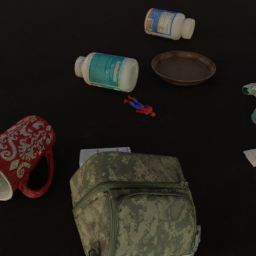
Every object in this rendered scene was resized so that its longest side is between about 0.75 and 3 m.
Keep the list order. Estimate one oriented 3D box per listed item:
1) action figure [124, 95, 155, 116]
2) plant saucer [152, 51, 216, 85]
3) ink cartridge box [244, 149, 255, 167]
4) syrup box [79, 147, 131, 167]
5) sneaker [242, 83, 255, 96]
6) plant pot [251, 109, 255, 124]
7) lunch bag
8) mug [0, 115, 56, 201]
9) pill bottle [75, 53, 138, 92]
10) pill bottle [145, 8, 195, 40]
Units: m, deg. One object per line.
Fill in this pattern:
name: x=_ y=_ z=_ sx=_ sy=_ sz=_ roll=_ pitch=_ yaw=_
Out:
action figure: x=0.491 y=-0.811 z=10.878 sx=1.345 sy=0.348 sz=0.440 roll=30 pitch=54 yaw=24
plant saucer: x=2.551 y=-2.759 z=13.050 sx=2.920 sy=0.468 sz=2.920 roll=0 pitch=41 yaw=0
ink cartridge box: x=4.109 y=0.924 z=8.868 sx=0.842 sy=0.283 sz=0.493 roll=-8 pitch=41 yaw=-9
syrup box: x=-0.664 y=1.031 z=8.494 sx=1.525 sy=0.600 sz=0.621 roll=-2 pitch=41 yaw=-3
sneaker: x=5.494 y=-1.605 z=11.701 sx=0.811 sy=0.450 sz=1.159 roll=-32 pitch=50 yaw=-31
plant pot: x=5.230 y=-0.569 z=10.245 sx=1.155 sy=0.774 sz=1.155 roll=0 pitch=41 yaw=0
lunch bag: x=0.203 y=1.848 z=6.176 sx=2.600 sy=1.812 sz=2.181 roll=10 pitch=53 yaw=-34
mug: x=-3.160 y=0.929 z=8.307 sx=1.536 sy=2.043 sz=2.302 roll=-21 pitch=23 yaw=34
pill bottle: x=-0.933 y=-2.416 z=11.915 sx=2.533 sy=1.403 sz=1.403 roll=13 pitch=42 yaw=15
pill bottle: x=2.381 y=-5.838 z=15.904 sx=2.580 sy=1.448 sz=1.448 roll=20 pitch=44 yaw=19
